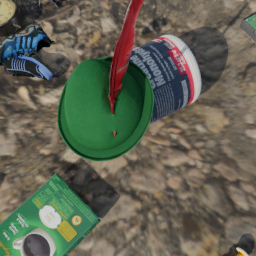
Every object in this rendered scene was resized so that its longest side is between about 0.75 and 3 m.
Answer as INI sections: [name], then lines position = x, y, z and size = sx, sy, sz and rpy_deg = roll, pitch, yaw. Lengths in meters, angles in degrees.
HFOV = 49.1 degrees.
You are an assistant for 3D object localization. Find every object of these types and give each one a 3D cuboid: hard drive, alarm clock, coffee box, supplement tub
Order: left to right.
[alarm clock]
position = -4.183, -3.693, 8.994
size = 1.346, 0.664, 1.996
rpy_deg = -21, 70, -8
[coffee box]
position = -2.059, 2.469, 6.376
size = 1.570, 0.561, 2.553
rpy_deg = 41, 72, 16
[supplement tub]
position = 0.268, -1.003, 7.135
size = 2.727, 1.914, 1.914
rpy_deg = -27, 69, -11
[hard drive]
position = 4.891, -3.328, 8.973
size = 2.138, 0.404, 1.494
rpy_deg = -31, 70, -13

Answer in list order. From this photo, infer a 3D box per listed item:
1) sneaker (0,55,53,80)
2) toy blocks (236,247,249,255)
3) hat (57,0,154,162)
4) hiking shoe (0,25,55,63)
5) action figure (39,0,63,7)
[sneaker]
position = -3.086, -1.742, 8.215
size = 1.855, 0.650, 0.722
rpy_deg = 29, 80, 14
[toy blocks]
position = 2.381, 3.309, 6.117
size = 1.042, 0.378, 0.868
rpy_deg = -37, 71, -15
[hat]
position = -0.678, -0.684, 4.425
size = 1.946, 2.068, 2.350
rpy_deg = 17, 86, 18
[hiking shoe]
position = -1.860, -1.458, 5.024
size = 0.461, 0.396, 1.063
rpy_deg = 44, 67, 7
[action figure]
position = -2.291, -4.904, 9.342
size = 2.021, 1.031, 1.201
rpy_deg = -40, 83, -17
